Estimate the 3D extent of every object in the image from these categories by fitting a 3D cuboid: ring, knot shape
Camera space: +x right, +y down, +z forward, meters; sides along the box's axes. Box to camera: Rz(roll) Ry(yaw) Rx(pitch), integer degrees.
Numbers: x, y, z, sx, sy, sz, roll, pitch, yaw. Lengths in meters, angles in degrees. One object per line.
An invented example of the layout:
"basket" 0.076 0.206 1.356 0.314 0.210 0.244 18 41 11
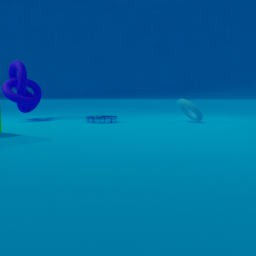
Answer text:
"ring" 2.138 -0.619 9.693 1.050 0.210 1.050 40 -6 5
"knot shape" -4.009 -1.581 10.544 0.931 1.885 2.014 -19 0 0

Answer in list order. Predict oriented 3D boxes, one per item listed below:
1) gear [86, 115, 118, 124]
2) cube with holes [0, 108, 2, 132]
"gear" -0.902 -0.301 9.633 1.070 0.198 1.070 0 6 0
"cube with holes" -3.723 -0.453 6.312 1.148 1.148 1.148 1 5 37
